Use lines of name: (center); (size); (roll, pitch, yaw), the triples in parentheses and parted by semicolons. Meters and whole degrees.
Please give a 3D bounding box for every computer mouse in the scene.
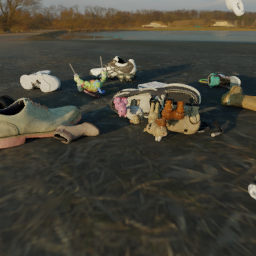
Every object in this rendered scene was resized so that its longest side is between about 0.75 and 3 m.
computer mouse: (1.951, 0.060, 7.105); (0.920, 0.212, 0.646); (-5, 36, -9)

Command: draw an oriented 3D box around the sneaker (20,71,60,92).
sneaker: (-3.411, -2.013, 11.711); (1.999, 0.751, 1.149); (7, 24, 28)

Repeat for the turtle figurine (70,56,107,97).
turtle figurine: (-1.438, -1.953, 10.723); (1.151, 1.599, 1.550); (-44, 13, -19)

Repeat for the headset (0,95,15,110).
headset: (-3.794, -0.382, 7.797); (1.307, 0.995, 2.117); (-14, 40, -43)

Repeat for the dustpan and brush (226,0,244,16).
dustpan and brush: (1.212, -2.053, 3.737); (1.229, 1.761, 0.504); (3, -22, -13)

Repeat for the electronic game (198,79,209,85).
electronic game: (3.663, -2.131, 12.855); (0.839, 0.175, 0.839); (0, 21, 0)

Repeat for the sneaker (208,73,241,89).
sneaker: (3.911, -1.969, 11.791); (0.904, 0.626, 1.498); (-9, 21, -24)

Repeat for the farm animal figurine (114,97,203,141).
farm animal figurine: (0.682, -0.199, 6.879); (1.919, 0.965, 1.550); (9, 7, 39)

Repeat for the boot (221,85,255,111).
boot: (4.095, -0.932, 9.299); (1.555, 0.514, 1.362); (16, 39, 39)

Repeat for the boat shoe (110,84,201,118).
boat shoe: (0.732, -0.763, 8.151); (2.632, 0.972, 0.794); (5, 21, 21)

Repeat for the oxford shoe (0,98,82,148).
oxford shoe: (-2.225, -0.285, 6.889); (0.910, 0.949, 2.570); (17, 27, 38)

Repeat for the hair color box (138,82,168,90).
hair color box: (1.260, -1.181, 9.819); (0.901, 0.545, 1.802); (-16, 26, -36)

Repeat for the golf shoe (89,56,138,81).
golf shoe: (-0.725, -2.913, 13.582); (2.442, 1.154, 0.949); (5, 22, 16)

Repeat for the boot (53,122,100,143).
boot: (-1.264, 0.140, 6.750); (0.975, 0.343, 0.713); (11, 31, 20)

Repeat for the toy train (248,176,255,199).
toy train: (2.647, 0.885, 4.189); (1.631, 0.707, 0.932); (-11, 31, -19)
